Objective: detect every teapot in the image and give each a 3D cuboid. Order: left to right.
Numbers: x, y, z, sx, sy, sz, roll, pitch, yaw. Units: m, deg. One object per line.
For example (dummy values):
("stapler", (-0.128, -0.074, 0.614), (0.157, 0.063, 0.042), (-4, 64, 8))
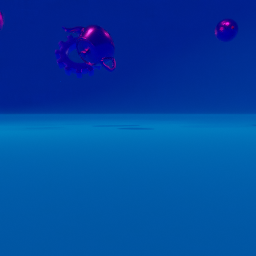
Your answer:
("teapot", (-1.030, -2.310, 7.932), (0.913, 1.865, 1.160), (-45, 0, -33))

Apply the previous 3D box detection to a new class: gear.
("gear", (-1.667, -2.545, 9.808), (1.673, 1.673, 0.309), (0, -24, -5))

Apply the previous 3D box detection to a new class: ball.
("ball", (3.546, -3.512, 10.083), (0.809, 0.809, 0.809), (0, 3, 0))

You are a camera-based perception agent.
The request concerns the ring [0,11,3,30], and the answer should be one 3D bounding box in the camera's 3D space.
("ring", (-4.256, -3.220, 8.204), (1.108, 1.108, 0.222), (-1, 0, -18))
